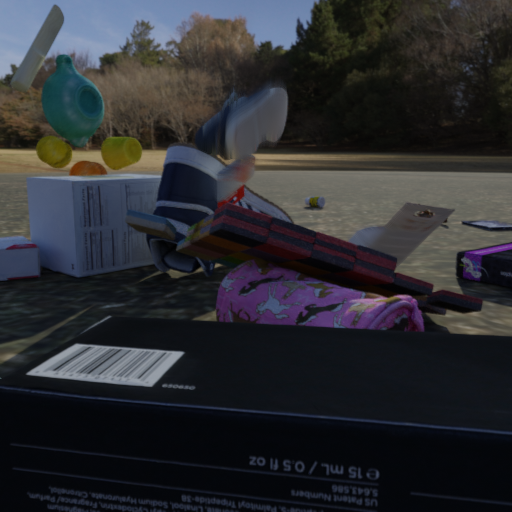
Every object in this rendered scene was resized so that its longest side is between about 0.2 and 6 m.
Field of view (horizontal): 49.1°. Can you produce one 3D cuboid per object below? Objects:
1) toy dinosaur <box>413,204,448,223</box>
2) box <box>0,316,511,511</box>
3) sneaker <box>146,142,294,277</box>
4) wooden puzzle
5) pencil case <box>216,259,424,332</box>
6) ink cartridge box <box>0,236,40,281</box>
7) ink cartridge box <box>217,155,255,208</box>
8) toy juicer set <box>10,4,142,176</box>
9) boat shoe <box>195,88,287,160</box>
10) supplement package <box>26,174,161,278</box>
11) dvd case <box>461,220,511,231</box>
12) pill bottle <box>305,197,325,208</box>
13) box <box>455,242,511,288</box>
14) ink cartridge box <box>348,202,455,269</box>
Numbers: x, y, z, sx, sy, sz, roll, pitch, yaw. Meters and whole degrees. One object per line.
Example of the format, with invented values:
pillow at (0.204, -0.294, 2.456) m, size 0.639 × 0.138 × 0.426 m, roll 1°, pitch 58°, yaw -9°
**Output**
toy dinosaur at (4.009, -0.948, 13.452) m, size 0.761 × 0.433 × 1.433 m, roll 22°, pitch 8°, yaw -20°
box at (0.307, 0.834, 1.411) m, size 1.705 × 1.203 × 0.672 m, roll 2°, pitch 8°, yaw 11°
sneaker at (-0.472, -0.243, 8.217) m, size 1.026 × 1.587 × 2.926 m, roll 2°, pitch -21°, yaw 36°
wooden puzzle at (0.365, 0.047, 5.341) m, size 3.227 × 0.227 × 1.913 m, roll 17°, pitch -10°, yaw -16°
pencil case at (0.409, 0.515, 4.315) m, size 0.807 × 0.772 × 1.865 m, roll -1°, pitch 8°, yaw -35°
ink cartridge box at (-3.486, 0.031, 7.699) m, size 0.795 × 0.461 × 1.077 m, roll -6°, pitch 10°, yaw -31°
ink cartridge box at (-0.258, -0.873, 7.148) m, size 0.181 × 0.723 × 0.587 m, roll 28°, pitch 50°, yaw 25°
toy juicer set at (-3.426, -2.496, 9.908) m, size 0.841 × 3.092 × 1.967 m, roll -1°, pitch 41°, yaw 34°
boat shoe at (-0.106, -1.506, 6.376) m, size 0.539 × 0.653 × 1.743 m, roll 7°, pitch 34°, yaw 22°
supplement package at (-2.252, -0.534, 8.369) m, size 1.329 × 1.319 × 1.751 m, roll 10°, pitch 14°, yaw 42°
dvd case at (5.303, -0.693, 12.570) m, size 0.870 × 0.093 × 1.170 m, roll -2°, pitch 11°, yaw -10°
pill bottle at (1.775, -1.639, 16.992) m, size 0.327 × 0.327 × 0.588 m, roll -10°, pitch 13°, yaw -44°
box at (3.978, 0.188, 7.047) m, size 1.629 × 0.411 × 2.278 m, roll -8°, pitch 12°, yaw -35°
ink cartridge box at (1.711, -0.285, 6.929) m, size 0.964 × 1.198 × 0.300 m, roll 2°, pitch 47°, yaw -37°
